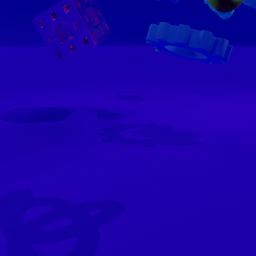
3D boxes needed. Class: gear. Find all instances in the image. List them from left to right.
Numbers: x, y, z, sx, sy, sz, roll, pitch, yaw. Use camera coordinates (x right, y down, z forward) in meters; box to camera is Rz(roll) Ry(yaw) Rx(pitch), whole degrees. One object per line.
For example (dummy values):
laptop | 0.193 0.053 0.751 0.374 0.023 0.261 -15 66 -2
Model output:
gear | 1.383 -1.921 6.494 1.907 0.353 1.907 16 8 -2

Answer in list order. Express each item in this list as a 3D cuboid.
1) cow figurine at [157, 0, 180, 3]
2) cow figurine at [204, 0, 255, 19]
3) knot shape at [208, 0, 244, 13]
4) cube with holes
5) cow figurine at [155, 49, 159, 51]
cow figurine | 1.110 -4.039 7.779 1.202 1.222 0.671 42 70 11
cow figurine | 2.539 -3.001 5.912 1.586 0.885 1.612 5 -18 -10
knot shape | 0.835 -1.834 2.812 1.476 0.729 1.577 19 42 -39
cube with holes | -1.562 -2.946 8.109 1.378 1.378 1.378 -17 26 27
cow figurine | 1.452 -3.295 10.683 0.633 1.135 1.153 -40 60 -16
